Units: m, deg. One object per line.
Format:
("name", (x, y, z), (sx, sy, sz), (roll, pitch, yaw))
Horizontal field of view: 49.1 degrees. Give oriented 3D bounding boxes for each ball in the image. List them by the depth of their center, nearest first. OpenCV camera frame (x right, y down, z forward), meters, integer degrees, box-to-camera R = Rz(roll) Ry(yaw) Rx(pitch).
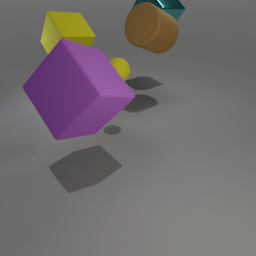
("ball", (-0.293, -1.692, 8.182), (0.700, 0.700, 0.700), (0, 29, 0))

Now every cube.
("cube", (-0.998, -0.760, 5.881), (1.400, 1.400, 1.400), (55, 24, 13))
("cube", (-2.336, -3.438, 10.791), (1.400, 1.400, 1.400), (-14, 62, -37))
("cube", (1.212, -4.898, 11.702), (1.400, 1.400, 1.400), (-19, 70, -38))

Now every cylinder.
("cylinder", (0.831, -3.406, 9.700), (1.400, 1.400, 1.400), (22, 14, 33))
